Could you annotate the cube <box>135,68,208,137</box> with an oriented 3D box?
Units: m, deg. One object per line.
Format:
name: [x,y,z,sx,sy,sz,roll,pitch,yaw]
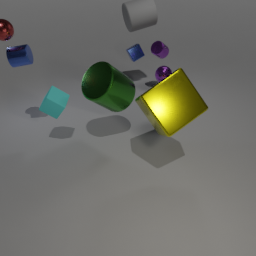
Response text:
cube: [1.223,-0.711,8.285,1.400,1.400,1.400,-35,4,-3]

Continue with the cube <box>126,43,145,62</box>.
cube: [0.388,-4.094,15.193,0.700,0.700,0.700,-31,21,1]

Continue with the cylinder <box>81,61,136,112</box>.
cylinder: [-0.672,-1.415,9.861,1.400,1.400,1.400,26,1,37]

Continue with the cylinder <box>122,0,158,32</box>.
cylinder: [0.570,-5.628,13.848,1.400,1.400,1.400,-19,33,-7]

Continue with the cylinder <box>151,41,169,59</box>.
cylinder: [1.593,-3.898,13.963,0.700,0.700,0.700,21,7,32]

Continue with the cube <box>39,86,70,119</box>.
cube: [-2.553,-0.887,9.722,0.700,0.700,0.700,29,40,-21]

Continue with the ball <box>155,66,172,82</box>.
ball: [1.443,-2.168,11.345,0.700,0.700,0.700,0,30,0]

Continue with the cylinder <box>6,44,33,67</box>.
cylinder: [-3.813,-2.550,9.908,0.700,0.700,0.700,-10,30,1]

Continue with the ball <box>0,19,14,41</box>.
ball: [-4.169,-3.263,9.326,0.700,0.700,0.700,0,30,0]
